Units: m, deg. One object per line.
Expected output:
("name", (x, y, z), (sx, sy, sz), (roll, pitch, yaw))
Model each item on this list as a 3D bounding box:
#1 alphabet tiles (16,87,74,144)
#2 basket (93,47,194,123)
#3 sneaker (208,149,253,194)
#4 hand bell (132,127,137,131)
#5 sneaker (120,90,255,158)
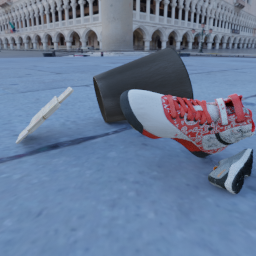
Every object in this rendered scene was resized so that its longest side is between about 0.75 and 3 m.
("alphabet tiles", (-2.292, -0.420, 7.679), (2.007, 0.150, 2.052), (-44, 18, -3))
("basket", (0.386, -1.285, 9.436), (2.819, 1.917, 2.542), (-17, 66, -11))
("sneaker", (2.100, 0.756, 5.574), (0.608, 0.567, 1.533), (9, 19, 38))
("hand bell", (0.436, -0.071, 7.670), (0.725, 0.725, 1.393), (1, -14, 5))
("sneaker", (1.358, -0.318, 5.553), (2.972, 0.992, 1.593), (25, -43, -38))
